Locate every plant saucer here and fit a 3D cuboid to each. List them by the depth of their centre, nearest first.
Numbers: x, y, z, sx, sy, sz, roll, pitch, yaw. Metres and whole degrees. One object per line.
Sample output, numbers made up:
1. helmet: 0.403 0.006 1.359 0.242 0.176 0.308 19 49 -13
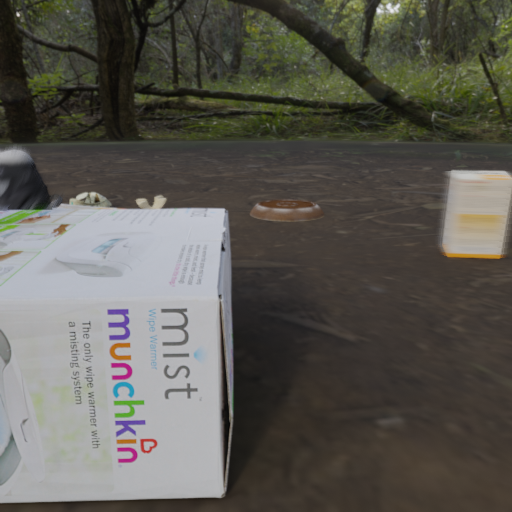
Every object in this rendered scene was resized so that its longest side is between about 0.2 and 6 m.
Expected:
1. plant saucer: 0.752 -1.143 13.705 1.823 0.292 1.823 -1 14 0

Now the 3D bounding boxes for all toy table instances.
1. toy table: -2.346 -1.038 12.631 0.863 0.505 0.793 -3 16 18

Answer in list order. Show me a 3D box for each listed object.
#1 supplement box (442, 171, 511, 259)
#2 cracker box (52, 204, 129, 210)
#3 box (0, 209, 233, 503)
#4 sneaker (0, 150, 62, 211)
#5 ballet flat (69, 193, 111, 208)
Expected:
1. supplement box: 3.758 -0.707 9.590 0.902 1.432 0.526 3 24 7
2. cracker box: -3.684 -0.592 10.896 2.090 0.603 1.400 6 16 20
3. box: -1.574 0.498 4.853 2.742 1.503 3.108 0 14 -3
4. sneaker: -4.452 -0.523 9.215 1.455 2.556 0.965 44 -12 16
5. ballet flat: -4.091 -1.335 13.951 0.556 0.514 1.649 5 15 12
